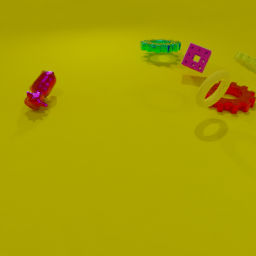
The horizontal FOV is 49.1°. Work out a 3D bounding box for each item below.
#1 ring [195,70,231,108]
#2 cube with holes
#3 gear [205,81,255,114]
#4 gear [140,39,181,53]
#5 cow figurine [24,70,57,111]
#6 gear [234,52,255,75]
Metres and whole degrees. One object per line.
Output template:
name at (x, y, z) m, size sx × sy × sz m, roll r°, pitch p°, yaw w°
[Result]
ring at (2.128, -0.956, 6.998) m, size 1.097 × 1.097 × 0.219 m, roll -22°, pitch 54°, yaw -28°
cube with holes at (2.298, -2.325, 9.374) m, size 0.723 × 0.723 × 0.723 m, roll 26°, pitch 13°, yaw 12°
gear at (2.936, -0.938, 8.277) m, size 1.522 × 0.282 × 1.522 m, roll 0°, pitch 35°, yaw 0°
gear at (1.282, -3.261, 11.085) m, size 1.585 × 0.293 × 1.585 m, roll 0°, pitch 25°, yaw 0°
cow figurine at (-2.438, -1.091, 7.917) m, size 1.218 × 0.669 × 1.199 m, roll -56°, pitch 26°, yaw -3°
gear at (3.674, -1.874, 8.311) m, size 1.094 × 0.202 × 1.094 m, roll 32°, pitch 13°, yaw -8°
